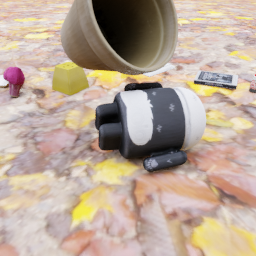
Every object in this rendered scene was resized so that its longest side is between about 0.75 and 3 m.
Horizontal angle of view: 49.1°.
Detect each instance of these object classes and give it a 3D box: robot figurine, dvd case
[{"bbox_3d":[0.593,-0.131,7.345,2.847,2.139,1.776,-7,10,-12],"label":"robot figurine"},{"bbox_3d":[3.796,-2.088,12.037,1.728,0.214,1.299,12,32,18],"label":"dvd case"}]

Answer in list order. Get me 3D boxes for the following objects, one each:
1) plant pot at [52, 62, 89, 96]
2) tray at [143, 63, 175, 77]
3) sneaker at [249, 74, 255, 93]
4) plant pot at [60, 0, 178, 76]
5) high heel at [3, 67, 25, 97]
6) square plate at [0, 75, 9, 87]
[{"bbox_3d":[-2.344,-2.053,11.236,1.112,0.981,1.112,20,36,31],"label":"plant pot"},{"bbox_3d":[1.309,-2.871,13.350,1.856,0.206,0.996,-26,38,-36],"label":"tray"},{"bbox_3d":[5.485,-1.900,11.190,1.411,0.756,0.471,-15,34,-23],"label":"sneaker"},{"bbox_3d":[-0.490,-2.672,7.541,2.863,2.863,2.484,-27,14,-37],"label":"plant pot"},{"bbox_3d":[-4.503,-2.279,11.271,0.837,1.193,2.482,4,30,-32],"label":"high heel"},{"bbox_3d":[-5.514,-1.987,11.917,1.129,0.162,1.140,1,31,1],"label":"square plate"}]
